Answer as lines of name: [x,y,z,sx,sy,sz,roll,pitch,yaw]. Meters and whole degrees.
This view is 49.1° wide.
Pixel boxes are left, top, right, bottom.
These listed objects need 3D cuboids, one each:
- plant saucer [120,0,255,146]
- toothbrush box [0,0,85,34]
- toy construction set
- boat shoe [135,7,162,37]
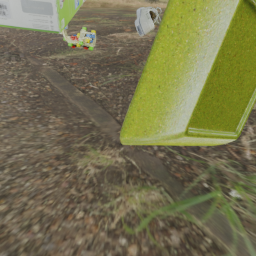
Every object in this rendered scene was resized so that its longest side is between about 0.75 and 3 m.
plant saucer: [1.460,-0.873,4.314,0.684,2.853,2.857,31,17,38]
toothbrush box: [-1.348,-2.095,4.183,1.151,0.680,1.581,7,44,2]
toy construction set: [-1.760,-3.126,9.580,1.616,0.745,1.060,26,5,16]
boat shoe: [0.701,-3.465,8.767,0.786,0.681,1.845,-17,29,19]
